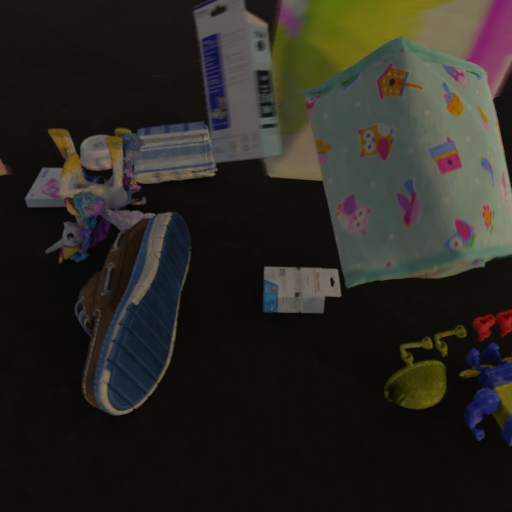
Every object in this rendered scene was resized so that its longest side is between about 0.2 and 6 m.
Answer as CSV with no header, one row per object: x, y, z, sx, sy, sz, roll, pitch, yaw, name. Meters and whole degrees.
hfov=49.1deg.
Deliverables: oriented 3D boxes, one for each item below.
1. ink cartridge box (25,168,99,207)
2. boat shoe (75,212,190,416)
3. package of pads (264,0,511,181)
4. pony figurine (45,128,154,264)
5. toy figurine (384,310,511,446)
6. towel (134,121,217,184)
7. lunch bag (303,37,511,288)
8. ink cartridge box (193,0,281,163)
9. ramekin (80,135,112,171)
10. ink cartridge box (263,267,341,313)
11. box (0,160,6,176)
-3.914,-1.403,11.388,1.191,0.258,1.169,-1,39,1,ink cartridge box
-1.884,0.784,8.181,1.224,1.221,3.381,-9,41,20,boat shoe
1.959,-3.089,8.386,3.394,4.394,1.498,3,40,-11,package of pads
-2.571,-1.020,9.769,2.194,2.272,1.892,-11,31,-37,pony figurine
3.088,1.692,6.921,2.533,1.336,1.517,-13,47,-14,toy figurine
-1.831,-2.337,12.495,1.742,0.282,2.372,-7,38,-5,towel
1.807,-0.829,5.760,1.494,2.087,2.449,-18,-8,41,lunch bag
-0.255,-2.348,7.519,0.416,2.124,1.056,-17,16,-39,ink cartridge box
-3.416,-2.291,12.299,0.938,0.437,0.938,1,40,0,ramekin
0.711,0.544,8.917,1.190,0.404,0.690,1,40,2,ink cartridge box
-3.925,-1.509,7.666,0.502,0.589,0.921,-25,84,-6,box
